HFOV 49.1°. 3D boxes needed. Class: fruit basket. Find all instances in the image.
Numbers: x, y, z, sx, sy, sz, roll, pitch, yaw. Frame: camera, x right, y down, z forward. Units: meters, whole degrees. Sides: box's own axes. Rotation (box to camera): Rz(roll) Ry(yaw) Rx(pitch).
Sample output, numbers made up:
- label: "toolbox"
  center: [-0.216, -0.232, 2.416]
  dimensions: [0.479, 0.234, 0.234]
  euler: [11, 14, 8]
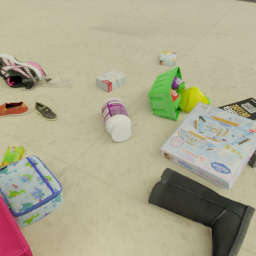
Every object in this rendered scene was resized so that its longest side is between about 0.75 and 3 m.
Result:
- label: "fruit basket"
  center: [2.158, -1.362, 11.316]
  dimensions: [2.351, 1.696, 2.351]
  euler: [-13, 32, 8]

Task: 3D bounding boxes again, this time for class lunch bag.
- label: "lunch bag"
  center: [-2.849, 1.706, 8.050]
  dimensions: [1.558, 0.799, 1.938]
  euler: [-24, 46, -31]

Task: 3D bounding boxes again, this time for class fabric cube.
- label: "fabric cube"
  center: [-3.452, 2.735, 5.161]
  dimensions: [2.852, 2.861, 2.807]
  euler: [-26, 45, -31]

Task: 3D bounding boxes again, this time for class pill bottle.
- label: "pill bottle"
  center: [-0.420, -0.300, 10.369]
  dimensions: [0.954, 0.954, 1.700]
  euler: [-8, 40, -10]

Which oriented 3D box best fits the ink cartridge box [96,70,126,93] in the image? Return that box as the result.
- label: "ink cartridge box"
  center: [-0.775, -2.206, 13.077]
  dimensions: [1.153, 0.477, 0.840]
  euler: [-30, 48, -32]

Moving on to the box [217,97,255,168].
- label: "box"
  center: [4.495, 0.053, 10.134]
  dimensions: [2.124, 0.670, 2.693]
  euler: [-15, 42, -16]

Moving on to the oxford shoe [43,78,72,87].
- label: "oxford shoe"
  center: [-3.329, -2.170, 13.121]
  dimensions: [1.339, 0.387, 0.503]
  euler: [-4, 36, -8]

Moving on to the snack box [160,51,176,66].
- label: "snack box"
  center: [2.166, -3.764, 15.129]
  dimensions: [0.824, 0.307, 1.159]
  euler: [5, 39, 7]

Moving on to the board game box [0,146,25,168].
- label: "board game box"
  center: [-3.834, 1.026, 9.298]
  dimensions: [0.510, 0.239, 1.005]
  euler: [-1, 39, -1]

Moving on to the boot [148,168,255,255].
- label: "boot"
  center: [1.662, 2.285, 7.258]
  dimensions: [2.574, 0.845, 2.122]
  euler: [24, 42, 25]

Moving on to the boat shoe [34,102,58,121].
- label: "boat shoe"
  center: [-3.344, -0.686, 11.267]
  dimensions: [1.241, 0.408, 0.443]
  euler: [27, 46, 29]

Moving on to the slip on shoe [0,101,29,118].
- label: "slip on shoe"
  center: [-4.947, -0.760, 11.257]
  dimensions: [1.791, 0.548, 0.664]
  euler: [-6, 41, -5]

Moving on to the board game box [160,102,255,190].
- label: "board game box"
  center: [2.765, 0.438, 9.161]
  dimensions: [2.459, 0.506, 2.453]
  euler: [27, 62, 35]

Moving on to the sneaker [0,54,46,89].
- label: "sneaker"
  center: [-5.426, -2.555, 13.036]
  dimensions: [2.980, 1.197, 1.287]
  euler: [11, 51, 22]
